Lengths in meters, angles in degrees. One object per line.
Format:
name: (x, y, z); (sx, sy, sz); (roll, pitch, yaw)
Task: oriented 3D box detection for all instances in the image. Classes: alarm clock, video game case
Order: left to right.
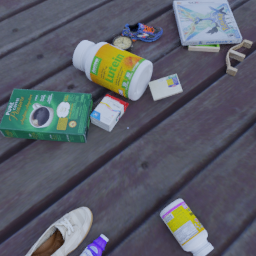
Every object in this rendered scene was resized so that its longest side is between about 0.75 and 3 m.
alarm clock: (-0.282, -3.638, 12.060); (0.874, 0.432, 1.296); (-24, 64, -13)
video game case: (3.482, -4.817, 12.582); (2.558, 0.309, 2.806); (-3, 59, -2)

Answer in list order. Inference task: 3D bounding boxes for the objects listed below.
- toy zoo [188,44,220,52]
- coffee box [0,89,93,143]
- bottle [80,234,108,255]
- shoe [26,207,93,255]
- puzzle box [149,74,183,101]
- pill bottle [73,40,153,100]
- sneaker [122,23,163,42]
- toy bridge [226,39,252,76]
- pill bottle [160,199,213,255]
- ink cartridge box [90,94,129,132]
toy zoo: (3.339, -4.227, 12.538); (1.337, 0.209, 2.038); (5, 59, 3)
coffee box: (-2.837, -0.462, 10.025); (2.961, 0.651, 1.821); (3, 59, 1)
bottle: (-0.993, 3.506, 7.817); (0.466, 0.364, 1.116); (34, 65, 18)
shoe: (-1.975, 3.203, 7.814); (0.886, 0.677, 2.535); (38, 66, 20)
puzzle box: (1.387, -1.507, 10.374); (1.106, 0.141, 0.736); (-17, 73, 4)
pill bottle: (-0.627, -2.282, 10.592); (2.796, 1.553, 1.553); (27, 63, 16)
sneaker: (0.637, -4.213, 12.237); (1.822, 0.714, 0.686); (-5, 60, -3)
toy bridge: (4.559, -3.063, 11.800); (0.700, 0.284, 2.084); (27, 63, 16)
pill bottle: (1.673, 2.869, 7.940); (0.821, 0.821, 1.576); (-29, 64, -16)
ink cartridge box: (-0.643, -0.663, 10.243); (0.832, 0.482, 1.432); (26, 62, 14)
